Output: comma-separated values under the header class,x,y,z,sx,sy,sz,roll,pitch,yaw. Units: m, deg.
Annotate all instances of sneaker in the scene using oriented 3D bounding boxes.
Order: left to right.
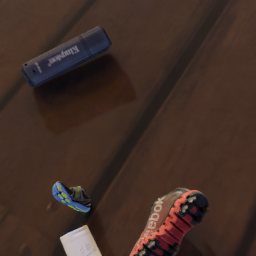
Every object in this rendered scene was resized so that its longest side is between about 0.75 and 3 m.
class,x,y,z,sx,sy,sz,roll,pitch,yaw
sneaker,-1.200,1.435,6.071,0.402,1.135,0.470,-11,50,32
sneaker,0.728,2.048,5.800,0.730,1.009,2.065,45,82,-20

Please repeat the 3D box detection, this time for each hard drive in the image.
class,x,y,z,sx,sy,sz,roll,pitch,yaw
hard drive,-0.632,2.685,5.200,0.219,1.098,1.665,-30,75,3

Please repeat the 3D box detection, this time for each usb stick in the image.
class,x,y,z,sx,sy,sz,roll,pitch,yaw
usb stick,-1.647,-1.949,7.600,2.546,0.415,0.706,-30,103,-10
